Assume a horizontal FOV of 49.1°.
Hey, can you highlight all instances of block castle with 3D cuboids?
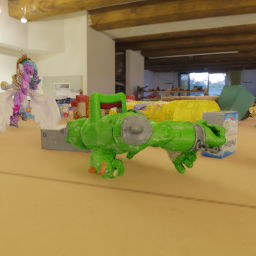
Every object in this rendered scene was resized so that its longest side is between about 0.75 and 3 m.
[{"bbox_3d":[-1.221,-1.116,13.203,2.749,1.290,1.837,-2,-3,-22],"label":"block castle"}]

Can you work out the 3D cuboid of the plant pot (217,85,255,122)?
[{"bbox_3d":[4.404,-0.931,11.854,1.020,1.443,1.020,33,-8,-26],"label":"plant pot"}]

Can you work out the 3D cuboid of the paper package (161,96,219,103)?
[{"bbox_3d":[3.050,-0.894,13.044,2.316,1.198,2.207,-6,10,-37],"label":"paper package"}]

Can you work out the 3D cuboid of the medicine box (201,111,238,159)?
[{"bbox_3d":[1.948,0.112,5.945,0.473,0.919,0.837,6,9,39],"label":"medicine box"}]

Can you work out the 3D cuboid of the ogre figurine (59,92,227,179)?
[{"bbox_3d":[-0.010,0.126,4.571,1.576,1.290,2.629,10,11,-42],"label":"ogre figurine"}]

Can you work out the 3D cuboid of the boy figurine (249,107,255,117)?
[{"bbox_3d":[6.267,-0.707,13.674,2.104,0.678,1.308,5,-3,23],"label":"boy figurine"}]

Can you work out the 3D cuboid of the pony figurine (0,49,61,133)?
[{"bbox_3d":[-3.762,-0.973,9.698,2.351,2.725,2.823,-1,-12,-32],"label":"pony figurine"}]

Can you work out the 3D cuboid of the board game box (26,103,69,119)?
[{"bbox_3d":[-5.030,-1.031,15.985,2.635,0.736,2.580,-4,8,-31],"label":"board game box"}]

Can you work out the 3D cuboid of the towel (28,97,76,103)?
[{"bbox_3d":[-4.570,-1.637,16.423,2.990,0.357,2.165,0,6,1],"label":"towel"}]

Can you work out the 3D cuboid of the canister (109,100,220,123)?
[{"bbox_3d":[0.927,-0.213,7.868,1.938,1.129,2.609,-6,8,-39],"label":"canister"}]

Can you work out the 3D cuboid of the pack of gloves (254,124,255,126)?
[{"bbox_3d":[5.867,-0.179,10.807,1.680,0.332,1.412,-5,8,-35],"label":"pack of gloves"}]

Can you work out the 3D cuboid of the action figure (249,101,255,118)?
[{"bbox_3d":[6.583,-0.966,15.404,0.921,0.791,1.549,33,64,24],"label":"action figure"}]

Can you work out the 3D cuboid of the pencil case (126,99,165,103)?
[{"bbox_3d":[0.673,-0.643,11.276,2.432,1.063,1.063,-4,8,-41],"label":"pencil case"}]

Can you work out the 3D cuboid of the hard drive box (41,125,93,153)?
[{"bbox_3d":[-1.262,0.225,6.751,1.291,0.496,1.006,2,7,19],"label":"hard drive box"}]

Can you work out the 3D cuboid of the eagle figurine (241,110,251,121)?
[{"bbox_3d":[5.008,-0.991,13.582,1.140,1.134,1.503,28,-16,-37],"label":"eagle figurine"}]
